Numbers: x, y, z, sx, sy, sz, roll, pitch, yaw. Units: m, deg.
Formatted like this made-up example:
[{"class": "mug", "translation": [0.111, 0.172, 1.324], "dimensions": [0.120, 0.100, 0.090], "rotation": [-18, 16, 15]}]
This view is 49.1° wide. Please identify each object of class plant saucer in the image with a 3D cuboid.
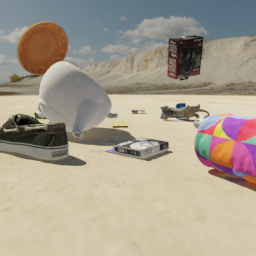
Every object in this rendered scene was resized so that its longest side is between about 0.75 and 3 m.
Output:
[{"class": "plant saucer", "translation": [-3.480, -3.250, 11.390], "dimensions": [0.424, 2.264, 2.264], "rotation": [40, 29, 28]}]

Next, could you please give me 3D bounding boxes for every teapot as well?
[{"class": "teapot", "translation": [-2.079, -0.790, 9.665], "dimensions": [2.730, 2.020, 2.765], "rotation": [37, -11, 5]}]

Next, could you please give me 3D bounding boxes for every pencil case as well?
[{"class": "pencil case", "translation": [2.368, 0.397, 4.505], "dimensions": [1.216, 1.216, 2.751], "rotation": [-5, 10, -31]}]

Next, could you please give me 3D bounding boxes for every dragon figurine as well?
[{"class": "dragon figurine", "translation": [2.768, -0.810, 13.640], "dimensions": [2.692, 0.792, 1.338], "rotation": [-8, 12, -37]}]

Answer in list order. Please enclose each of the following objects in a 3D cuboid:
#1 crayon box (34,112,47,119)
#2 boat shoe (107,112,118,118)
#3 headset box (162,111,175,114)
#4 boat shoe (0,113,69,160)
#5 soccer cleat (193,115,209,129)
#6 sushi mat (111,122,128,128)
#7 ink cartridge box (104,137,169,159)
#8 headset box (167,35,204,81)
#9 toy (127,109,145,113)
[{"class": "crayon box", "translation": [-4.259, -0.693, 14.452], "dimensions": [0.638, 0.313, 1.074], "rotation": [2, 9, 14]}, {"class": "boat shoe", "translation": [-0.899, -0.669, 14.572], "dimensions": [0.764, 0.270, 0.243], "rotation": [3, 5, -40]}, {"class": "headset box", "translation": [2.153, -0.751, 14.844], "dimensions": [0.822, 0.318, 0.612], "rotation": [-1, 9, 0]}, {"class": "boat shoe", "translation": [-2.596, 0.106, 7.112], "dimensions": [2.917, 0.929, 1.031], "rotation": [6, 10, 33]}, {"class": "soccer cleat", "translation": [2.838, -0.231, 10.749], "dimensions": [0.620, 0.502, 1.436], "rotation": [5, 10, 16]}, {"class": "sushi mat", "translation": [-0.358, -0.150, 11.651], "dimensions": [0.655, 0.083, 1.368], "rotation": [-1, 8, -4]}, {"class": "ink cartridge box", "translation": [0.223, 0.464, 7.052], "dimensions": [1.194, 0.259, 1.182], "rotation": [6, 11, 39]}, {"class": "headset box", "translation": [2.287, -2.770, 11.292], "dimensions": [1.269, 1.706, 0.659], "rotation": [-15, 29, -24]}, {"class": "toy", "translation": [0.495, -0.999, 16.721], "dimensions": [1.069, 0.252, 0.616], "rotation": [-2, 6, -19]}]
